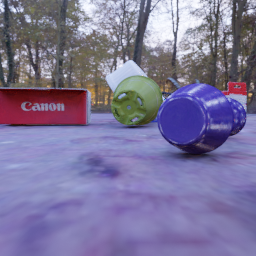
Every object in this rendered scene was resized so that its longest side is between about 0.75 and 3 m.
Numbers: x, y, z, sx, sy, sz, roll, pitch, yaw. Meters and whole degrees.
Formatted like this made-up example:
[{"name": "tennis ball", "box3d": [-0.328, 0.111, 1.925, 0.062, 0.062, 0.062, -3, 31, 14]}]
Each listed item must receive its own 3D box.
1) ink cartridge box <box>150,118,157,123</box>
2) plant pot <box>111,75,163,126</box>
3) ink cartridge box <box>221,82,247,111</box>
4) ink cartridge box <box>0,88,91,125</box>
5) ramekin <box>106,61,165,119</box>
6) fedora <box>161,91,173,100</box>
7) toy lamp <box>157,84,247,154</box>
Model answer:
[{"name": "ink cartridge box", "box3d": [1.291, -0.389, 12.146, 0.870, 0.306, 1.458, 0, 5, 14]}, {"name": "plant pot", "box3d": [0.169, -0.702, 8.270, 1.630, 1.630, 1.548, 1, 13, 11]}, {"name": "ink cartridge box", "box3d": [3.790, -0.882, 10.160, 0.865, 1.488, 0.500, -1, 4, -21]}, {"name": "ink cartridge box", "box3d": [-2.769, -0.711, 9.550, 2.888, 1.211, 2.535, 0, 3, -4]}, {"name": "ramekin", "box3d": [0.365, -1.405, 10.512, 1.140, 2.338, 2.338, -40, -6, 13]}, {"name": "fedora", "box3d": [1.909, -0.900, 12.733, 2.102, 0.960, 2.102, 20, -7, 3]}, {"name": "toy lamp", "box3d": [1.128, -0.141, 3.889, 0.831, 0.831, 2.856, 2, 3, 25]}]
